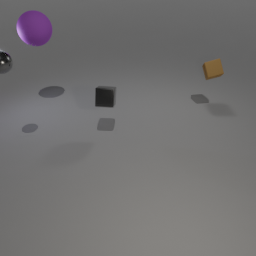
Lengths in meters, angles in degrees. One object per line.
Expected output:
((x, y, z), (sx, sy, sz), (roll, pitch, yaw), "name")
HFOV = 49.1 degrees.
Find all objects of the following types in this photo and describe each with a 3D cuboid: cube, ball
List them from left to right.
((-3.919, -2.017, 8.604), (0.700, 0.700, 0.700), (0, 31, 0), "ball")
((-3.852, -4.109, 11.584), (1.400, 1.400, 1.400), (0, 31, 0), "ball")
((-0.827, -1.177, 10.505), (0.700, 0.700, 0.700), (4, 15, 3), "cube")
((3.791, -2.611, 12.519), (0.700, 0.700, 0.700), (-14, -1, 7), "cube")
